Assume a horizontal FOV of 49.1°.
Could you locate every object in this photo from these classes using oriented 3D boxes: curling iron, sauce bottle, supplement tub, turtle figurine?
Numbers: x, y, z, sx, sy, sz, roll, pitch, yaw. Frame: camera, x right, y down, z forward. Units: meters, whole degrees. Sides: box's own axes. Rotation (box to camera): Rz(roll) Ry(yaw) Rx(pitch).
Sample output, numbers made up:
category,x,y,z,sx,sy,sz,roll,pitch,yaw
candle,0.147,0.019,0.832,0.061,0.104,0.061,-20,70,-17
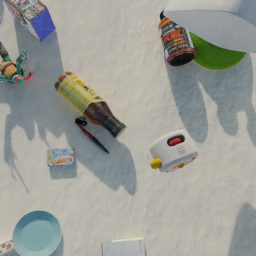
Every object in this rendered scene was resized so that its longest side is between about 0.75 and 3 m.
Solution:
category,x,y,z,sx,sy,sz,roll,pitch,yaw
curling iron,-1.091,0.212,8.558,0.375,0.194,1.514,-39,79,-9
sauce bottle,-1.110,-0.675,8.492,2.498,0.825,0.825,42,80,6
supplement tub,1.503,-2.935,8.962,0.932,0.932,1.743,-13,76,-3
turtle figurine,-3.765,-1.870,8.686,1.444,0.971,1.929,-41,65,-20

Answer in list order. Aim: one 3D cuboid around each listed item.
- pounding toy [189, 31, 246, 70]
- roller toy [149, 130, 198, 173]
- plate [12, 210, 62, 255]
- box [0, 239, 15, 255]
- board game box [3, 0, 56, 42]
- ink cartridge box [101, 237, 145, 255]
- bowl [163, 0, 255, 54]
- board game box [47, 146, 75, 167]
category,x,y,z,sx,sy,sz,roll,pitch,yaw
pounding toy,2.830,-3.286,8.880,2.060,1.238,2.669,-20,77,-5
roller toy,0.785,0.428,4.768,0.730,0.800,0.559,-37,67,29
plate,-2.518,2.957,7.795,1.310,0.167,1.310,4,73,-14
box,-3.744,3.448,7.699,1.580,0.327,0.306,-22,77,-6
board game box,-3.196,-3.735,9.033,1.449,1.155,0.702,42,79,9
ink cartridge box,-0.099,3.677,7.678,1.178,0.277,1.164,-5,78,1
bowl,2.331,-2.508,6.287,2.462,2.465,0.920,15,100,-32
board game box,-2.012,0.856,8.427,0.801,0.138,0.542,-5,76,-1
